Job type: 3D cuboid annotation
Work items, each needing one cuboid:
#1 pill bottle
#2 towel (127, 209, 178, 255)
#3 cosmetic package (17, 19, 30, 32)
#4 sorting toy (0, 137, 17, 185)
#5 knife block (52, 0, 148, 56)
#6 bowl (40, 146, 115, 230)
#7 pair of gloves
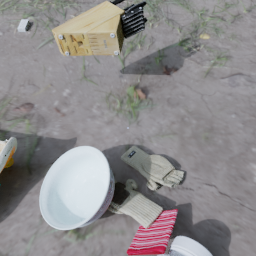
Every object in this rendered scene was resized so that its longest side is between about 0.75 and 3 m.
[{"bbox_3d":[0.728,3.059,4.975,1.178,1.178,2.102,28,54,23],"label":"pill bottle"},{"bbox_3d":[0.533,2.180,5.917,0.884,0.137,1.223,-17,18,30],"label":"towel"},{"bbox_3d":[-4.582,-4.492,12.308,0.324,0.199,0.786,0,49,0],"label":"cosmetic package"},{"bbox_3d":[-4.113,1.265,6.450,2.591,1.384,2.333,9,50,8],"label":"sorting toy"},{"bbox_3d":[-0.686,-3.053,8.027,2.432,0.778,2.135,1,54,9],"label":"knife block"},{"bbox_3d":[-1.006,1.432,6.408,1.912,0.859,1.912,-17,53,24],"label":"bowl"},{"bbox_3d":[0.287,1.397,6.984,1.726,0.356,2.029,21,46,26],"label":"pair of gloves"}]
